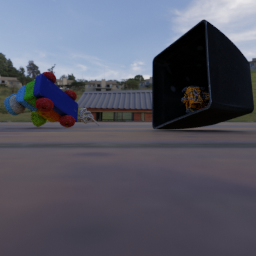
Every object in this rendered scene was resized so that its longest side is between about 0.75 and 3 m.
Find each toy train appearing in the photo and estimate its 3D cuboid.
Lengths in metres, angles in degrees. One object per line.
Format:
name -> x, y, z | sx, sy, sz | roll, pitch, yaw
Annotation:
toy train -> -2.479, -0.455, 9.467 | 1.728, 1.264, 2.987 | -17, -34, 22

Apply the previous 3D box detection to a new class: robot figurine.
robot figurine -> 1.857, -0.635, 6.447 | 1.273, 0.923, 0.371 | 4, -32, -12

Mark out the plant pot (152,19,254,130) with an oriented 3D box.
plant pot -> 1.774, -0.935, 6.445 | 1.689, 1.904, 1.900 | 11, -19, -27
